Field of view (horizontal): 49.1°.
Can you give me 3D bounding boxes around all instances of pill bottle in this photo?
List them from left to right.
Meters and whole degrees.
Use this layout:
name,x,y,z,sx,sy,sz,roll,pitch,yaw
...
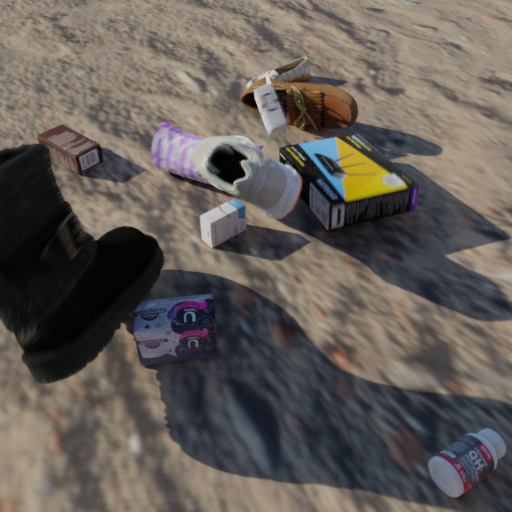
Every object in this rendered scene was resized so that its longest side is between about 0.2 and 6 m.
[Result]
name,x,y,z,sx,sy,sz,roll,pitch,yaw
pill bottle,2.524,2.421,6.648,0.880,0.487,0.487,-23,47,-23

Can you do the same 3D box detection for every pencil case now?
name,x,y,z,sx,sy,sz,roll,pitch,yaw
pencil case,-0.935,-1.907,10.964,2.263,0.968,0.950,15,34,19

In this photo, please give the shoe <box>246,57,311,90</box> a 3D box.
name,x,y,z,sx,sy,sz,roll,pitch,yaw
shoe,0.569,-4.594,14.262,1.934,0.516,0.676,-26,48,-25

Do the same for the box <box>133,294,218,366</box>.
name,x,y,z,sx,sy,sz,roll,pitch,yaw
box,-1.128,1.049,7.946,1.124,0.743,0.645,-6,41,-6

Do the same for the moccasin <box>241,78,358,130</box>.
name,x,y,z,sx,sy,sz,roll,pitch,yaw
moccasin,0.931,-3.391,12.526,2.810,1.028,1.085,25,43,25

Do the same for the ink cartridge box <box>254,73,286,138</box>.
name,x,y,z,sx,sy,sz,roll,pitch,yaw
ink cartridge box,0.260,-3.186,11.914,0.400,0.684,1.180,-20,87,0

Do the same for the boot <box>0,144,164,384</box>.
name,x,y,z,sx,sy,sz,roll,pitch,yaw
boot,-2.525,-0.302,7.395,1.289,2.561,3.425,-20,21,15

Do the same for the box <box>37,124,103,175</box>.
name,x,y,z,sx,sy,sz,roll,pitch,yaw
box,-3.899,-2.239,11.736,1.322,0.496,0.662,31,51,28

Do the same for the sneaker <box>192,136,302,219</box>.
name,x,y,z,sx,sy,sz,roll,pitch,yaw
sneaker,-0.464,-1.582,9.277,1.282,1.055,2.787,23,7,-41

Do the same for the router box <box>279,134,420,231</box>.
name,x,y,z,sx,sy,sz,roll,pitch,yaw
router box,1.670,-1.485,10.646,1.782,0.610,2.389,-13,38,-15

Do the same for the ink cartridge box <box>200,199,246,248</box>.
name,x,y,z,sx,sy,sz,roll,pitch,yaw
ink cartridge box,-0.581,-0.576,9.853,0.783,0.566,0.332,-31,51,-30
